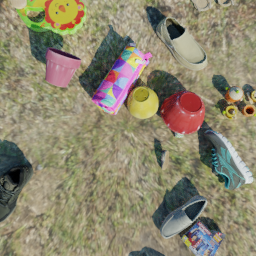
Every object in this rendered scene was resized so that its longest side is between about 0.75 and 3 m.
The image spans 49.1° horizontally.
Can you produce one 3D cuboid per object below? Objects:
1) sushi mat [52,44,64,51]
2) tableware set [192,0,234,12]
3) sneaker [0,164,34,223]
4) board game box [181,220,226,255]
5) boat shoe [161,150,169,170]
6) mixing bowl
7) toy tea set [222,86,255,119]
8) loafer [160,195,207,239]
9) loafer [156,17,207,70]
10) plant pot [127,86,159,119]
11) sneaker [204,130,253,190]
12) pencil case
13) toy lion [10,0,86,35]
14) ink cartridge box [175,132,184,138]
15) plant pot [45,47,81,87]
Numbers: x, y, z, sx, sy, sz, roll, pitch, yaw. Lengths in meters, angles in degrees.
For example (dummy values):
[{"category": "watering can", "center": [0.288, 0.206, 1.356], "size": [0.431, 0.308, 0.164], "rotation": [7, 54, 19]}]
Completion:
[{"category": "sushi mat", "center": [-2.762, -2.871, 11.670], "size": [0.639, 0.081, 1.336], "rotation": [-40, 82, -7]}, {"category": "tableware set", "center": [3.666, -5.899, 12.161], "size": [1.941, 0.225, 1.621], "rotation": [-9, 80, -2]}, {"category": "sneaker", "center": [-4.379, 2.344, 10.095], "size": [0.877, 1.314, 2.294], "rotation": [30, 83, 7]}, {"category": "board game box", "center": [2.818, 4.064, 10.215], "size": [1.316, 0.406, 1.317], "rotation": [-41, 82, -8]}, {"category": "boat shoe", "center": [1.390, 1.219, 10.748], "size": [0.287, 0.259, 0.799], "rotation": [-7, 110, -38]}, {"category": "mixing bowl", "center": [2.202, -0.744, 10.594], "size": [1.758, 0.952, 1.758], "rotation": [4, 63, -9]}, {"category": "toy tea set", "center": [4.780, -1.016, 10.964], "size": [2.120, 0.785, 1.261], "rotation": [-1, 79, 0]}, {"category": "loafer", "center": [2.020, 3.223, 10.202], "size": [2.098, 0.732, 0.733], "rotation": [-42, 82, -7]}, {"category": "loafer", "center": [2.172, -3.432, 11.347], "size": [1.013, 0.914, 2.676], "rotation": [-44, 82, -7]}, {"category": "plant pot", "center": [0.543, -1.105, 10.741], "size": [1.270, 0.902, 1.270], "rotation": [-2, 71, 7]}, {"category": "sneaker", "center": [3.533, 1.226, 10.509], "size": [1.135, 0.966, 2.489], "rotation": [-34, 80, -2]}, {"category": "pencil case", "center": [-0.262, -1.889, 10.905], "size": [1.235, 1.235, 2.796], "rotation": [31, 84, 6]}, {"category": "toy lion", "center": [-3.154, -4.927, 11.764], "size": [2.566, 0.881, 2.460], "rotation": [-34, 89, -6]}, {"category": "ink cartridge box", "center": [2.020, -0.116, 10.950], "size": [0.280, 0.490, 0.944], "rotation": [3, 79, 1]}, {"category": "plant pot", "center": [-2.474, -2.175, 10.245], "size": [1.276, 1.276, 1.142], "rotation": [24, 108, 4]}]
